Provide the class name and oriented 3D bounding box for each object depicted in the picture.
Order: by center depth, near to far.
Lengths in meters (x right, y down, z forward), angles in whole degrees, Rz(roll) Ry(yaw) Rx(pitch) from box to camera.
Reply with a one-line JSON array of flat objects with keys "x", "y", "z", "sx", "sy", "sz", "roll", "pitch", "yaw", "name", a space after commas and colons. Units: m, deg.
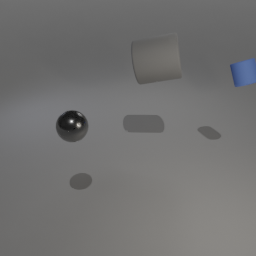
[{"x": -1.211, "y": -0.037, "z": 6.083, "sx": 0.700, "sy": 0.700, "sz": 0.700, "roll": 0, "pitch": 30, "yaw": 0, "name": "ball"}, {"x": 3.482, "y": -1.651, "z": 8.368, "sx": 0.700, "sy": 0.700, "sz": 0.700, "roll": -15, "pitch": 7, "yaw": 2, "name": "cylinder"}, {"x": 0.929, "y": -2.168, "z": 8.848, "sx": 1.400, "sy": 1.400, "sz": 1.400, "roll": -7, "pitch": 28, "yaw": 13, "name": "cylinder"}]
